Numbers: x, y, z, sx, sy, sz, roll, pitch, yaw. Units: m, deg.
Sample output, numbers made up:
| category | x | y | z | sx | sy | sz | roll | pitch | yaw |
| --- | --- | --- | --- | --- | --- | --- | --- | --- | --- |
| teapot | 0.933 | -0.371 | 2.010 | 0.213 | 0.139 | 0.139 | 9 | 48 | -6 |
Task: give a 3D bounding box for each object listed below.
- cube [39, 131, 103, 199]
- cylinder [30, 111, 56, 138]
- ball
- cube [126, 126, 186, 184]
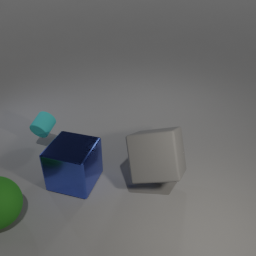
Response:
| category | x | y | z | sx | sy | sz | roll | pitch | yaw |
| --- | --- | --- | --- | --- | --- | --- | --- | --- | --- |
| cube | -1.699 | 1.116 | 8.752 | 1.400 | 1.400 | 1.400 | 9 | 34 | 14 |
| cylinder | -3.080 | -0.124 | 10.155 | 0.700 | 0.700 | 0.700 | 11 | 53 | 17 |
| ball | -3.518 | 1.977 | 7.393 | 1.400 | 1.400 | 1.400 | 0 | 32 | 0 |
| cube | 0.881 | 0.772 | 8.360 | 1.400 | 1.400 | 1.400 | -7 | 3 | 20 |
